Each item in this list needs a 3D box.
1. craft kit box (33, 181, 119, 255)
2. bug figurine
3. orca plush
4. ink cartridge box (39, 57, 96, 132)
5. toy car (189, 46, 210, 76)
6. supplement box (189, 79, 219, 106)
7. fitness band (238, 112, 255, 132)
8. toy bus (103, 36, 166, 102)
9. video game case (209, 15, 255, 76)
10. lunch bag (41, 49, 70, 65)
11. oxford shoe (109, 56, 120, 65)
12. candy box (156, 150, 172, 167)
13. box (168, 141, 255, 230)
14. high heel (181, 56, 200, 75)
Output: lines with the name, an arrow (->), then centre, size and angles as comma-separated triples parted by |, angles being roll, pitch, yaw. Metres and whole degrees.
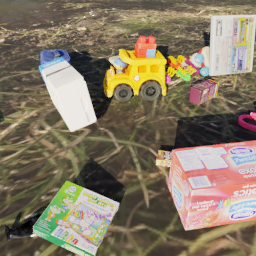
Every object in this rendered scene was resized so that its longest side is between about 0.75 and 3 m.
craft kit box -> -1.149, 2.094, 6.553 | 1.496, 0.363, 1.477 | 21, 35, 7
bug figurine -> 1.865, -2.900, 13.719 | 2.882, 0.742, 2.235 | -11, 42, -31
orca plush -> -2.221, 2.188, 6.550 | 1.285, 0.457, 0.676 | -5, 34, -8
ink cartridge box -> -2.244, -1.296, 10.294 | 1.053, 1.823, 2.497 | -24, 36, -15
toy car -> 3.804, -3.428, 14.517 | 1.397, 1.340, 1.515 | -38, 19, -24
supplement box -> 3.210, -1.522, 11.838 | 1.239, 0.683, 0.531 | -25, 40, -32
fitness band -> 4.724, -0.196, 10.282 | 1.302, 0.244, 0.935 | 22, 40, 31
toy bus -> 0.291, -2.560, 11.695 | 2.653, 2.547, 1.800 | -4, 35, -8
video game case -> 5.091, -4.026, 13.660 | 2.495, 2.741, 0.302 | -9, 18, -19
lunch bag -> -3.495, -3.070, 13.572 | 1.340, 1.305, 1.973 | -13, 35, -18
oxford shoe -> -0.467, -3.378, 14.694 | 0.774, 0.595, 2.060 | -21, 32, -13
candy box -> 1.302, 0.964, 8.572 | 0.822, 0.232, 0.480 | 7, 36, 13
box -> 2.620, 1.330, 6.982 | 2.920, 1.382, 1.498 | -6, 34, -9
high heel -> 3.228, -3.238, 14.619 | 0.835, 0.586, 1.737 | 12, 39, -3
